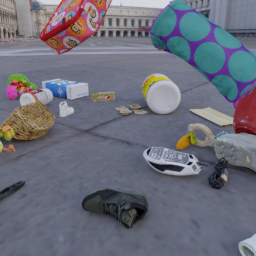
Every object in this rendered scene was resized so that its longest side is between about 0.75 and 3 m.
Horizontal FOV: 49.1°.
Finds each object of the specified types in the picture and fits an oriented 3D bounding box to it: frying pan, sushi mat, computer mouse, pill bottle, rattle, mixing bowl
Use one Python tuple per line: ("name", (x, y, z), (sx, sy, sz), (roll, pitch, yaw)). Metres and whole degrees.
("frying pan", (-2.489, 1.376, 4.635), (1.977, 0.322, 1.196), (-19, 28, -36))
("sushi mat", (3.059, -0.412, 9.833), (0.929, 0.118, 1.943), (-8, 21, -19))
("computer mouse", (1.212, 0.821, 6.031), (1.822, 0.400, 0.999), (12, 27, 14))
("pill bottle", (1.217, -1.421, 10.955), (1.245, 1.245, 2.278), (-1, 19, -3))
("rattle", (1.906, 0.337, 7.073), (1.084, 0.706, 0.775), (25, 30, 30))
("mixing bowl", (3.324, -0.049, 6.726), (1.086, 2.004, 2.004), (-45, 35, -11))
("pill bottle", (-3.564, -1.146, 11.017), (0.693, 0.693, 1.265), (7, 21, 19))

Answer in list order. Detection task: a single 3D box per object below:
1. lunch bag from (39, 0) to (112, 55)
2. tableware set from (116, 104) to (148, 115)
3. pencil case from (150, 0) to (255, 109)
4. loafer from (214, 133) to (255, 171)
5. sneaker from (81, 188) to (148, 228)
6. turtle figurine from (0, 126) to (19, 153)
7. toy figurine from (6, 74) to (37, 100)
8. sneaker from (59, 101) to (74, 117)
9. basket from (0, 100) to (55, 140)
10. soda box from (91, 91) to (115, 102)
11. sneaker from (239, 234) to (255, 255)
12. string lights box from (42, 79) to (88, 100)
("lunch bag", (-1.611, -3.319, 8.387), (2.055, 0.956, 2.333), (-12, 49, 40))
("tableware set", (0.108, -0.686, 10.552), (1.011, 0.140, 1.210), (-6, 21, -16))
("pencil case", (1.403, -1.331, 5.014), (2.061, 0.952, 0.877), (40, 36, 10))
("loafer", (2.984, 0.603, 5.876), (0.877, 0.879, 2.514), (-19, 26, -26))
("sneaker", (-0.216, 1.297, 4.577), (1.123, 0.429, 0.644), (5, 13, -3))
("turtle figurine", (-3.628, 0.237, 6.920), (1.818, 0.726, 2.255), (-10, 15, -24))
("toy figurine", (-4.897, -1.664, 12.609), (1.366, 1.026, 1.257), (20, 30, -16))
("sneaker", (-2.226, -0.751, 10.212), (0.319, 0.500, 0.865), (3, 18, 13))
("basket", (-2.862, -0.067, 8.131), (1.006, 0.963, 1.350), (-41, 4, 19))
("soda box", (-1.078, -1.379, 12.210), (1.019, 0.326, 0.345), (-6, 22, -18))
("sneaker", (1.960, 1.723, 3.487), (0.673, 0.429, 1.164), (-11, 13, -24))
("string lights box", (-2.927, -1.820, 13.022), (2.022, 0.596, 1.039), (14, 24, 33))
